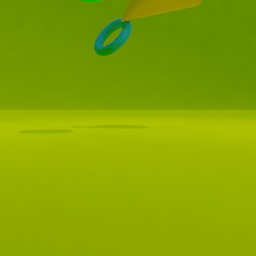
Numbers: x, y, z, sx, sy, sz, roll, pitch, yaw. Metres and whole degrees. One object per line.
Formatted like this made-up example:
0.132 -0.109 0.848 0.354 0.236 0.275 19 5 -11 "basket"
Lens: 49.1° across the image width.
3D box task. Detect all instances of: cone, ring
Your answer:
0.483 -2.894 6.186 1.649 1.642 1.642 -41 7 -2 "cone"
-0.367 -2.127 6.550 1.066 1.066 0.213 4 -27 44 "ring"

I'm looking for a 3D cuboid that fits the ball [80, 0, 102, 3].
-0.656 -2.766 4.789 1.134 1.134 1.134 0 4 0 "ball"
